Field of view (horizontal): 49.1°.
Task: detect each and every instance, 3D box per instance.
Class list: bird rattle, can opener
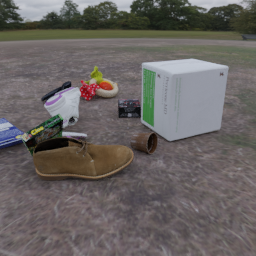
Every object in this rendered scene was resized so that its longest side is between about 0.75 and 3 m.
[{"bbox_3d":[-1.602,-2.423,15.994,2.164,1.496,2.655,15,25,-6],"label":"bird rattle"},{"bbox_3d":[-3.998,-1.958,15.632,0.700,0.869,2.210,21,39,24],"label":"can opener"}]

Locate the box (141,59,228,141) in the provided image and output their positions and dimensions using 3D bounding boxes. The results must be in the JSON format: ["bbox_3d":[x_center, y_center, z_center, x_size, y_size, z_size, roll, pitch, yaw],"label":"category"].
[{"bbox_3d":[2.180,-1.258,11.372,2.693,2.679,2.307,-11,26,-25],"label":"box"}]

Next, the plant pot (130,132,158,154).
[{"bbox_3d":[0.538,0.494,9.835,0.750,0.758,0.758,6,23,33],"label":"plant pot"}]

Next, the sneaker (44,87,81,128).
[{"bbox_3d":[-2.585,-0.868,11.798,1.043,1.388,2.787,-20,18,16],"label":"sneaker"}]

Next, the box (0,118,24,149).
[{"bbox_3d":[-4.955,0.299,10.582,1.555,0.416,2.567,-19,28,-37],"label":"box"}]

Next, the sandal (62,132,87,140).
[{"bbox_3d":[-2.222,0.332,10.676,1.296,0.318,0.527,4,4,-8],"label":"sandal"}]

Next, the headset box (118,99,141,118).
[{"bbox_3d":[0.041,-0.994,13.485,1.058,0.534,1.423,-1,23,-2],"label":"headset box"}]

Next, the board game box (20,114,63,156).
[{"bbox_3d":[-2.493,0.267,8.337,1.182,0.265,2.256,-36,-3,-20],"label":"board game box"}]

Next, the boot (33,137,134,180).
[{"bbox_3d":[-1.268,0.806,8.171,2.944,1.111,1.084,-6,41,-7],"label":"boot"}]
